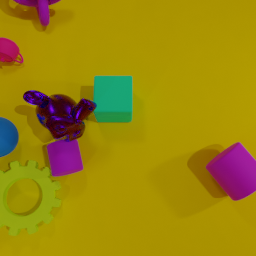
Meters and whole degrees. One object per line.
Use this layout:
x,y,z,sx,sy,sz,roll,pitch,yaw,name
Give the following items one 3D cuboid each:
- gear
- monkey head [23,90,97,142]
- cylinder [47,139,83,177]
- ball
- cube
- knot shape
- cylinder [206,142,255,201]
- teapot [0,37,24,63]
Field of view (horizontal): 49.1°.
-2.590,1.716,6.989,1.787,0.330,1.787,2,75,-8,gear
-1.456,-0.426,6.706,1.376,1.912,1.152,-43,57,19,monkey head
-1.588,0.753,7.085,0.785,0.785,0.785,-14,77,-3,cylinder
-3.271,0.227,6.988,1.018,1.018,1.018,0,78,0,ball
-0.368,-0.731,7.311,0.962,0.962,0.962,0,76,0,cube
-2.482,-3.562,7.625,1.704,1.594,0.787,24,63,14,knot shape
2.651,1.057,6.880,1.043,1.043,1.043,-37,80,-7,cylinder
-3.361,-2.068,7.529,1.173,0.730,0.575,22,70,-40,teapot
